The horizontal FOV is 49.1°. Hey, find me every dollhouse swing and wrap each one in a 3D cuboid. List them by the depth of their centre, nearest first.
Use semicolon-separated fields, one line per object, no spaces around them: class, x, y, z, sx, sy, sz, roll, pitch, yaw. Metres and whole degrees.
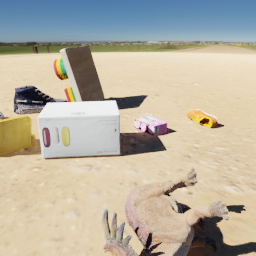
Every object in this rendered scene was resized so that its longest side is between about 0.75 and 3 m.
dollhouse swing;-3.771;0.116;8.850;1.331;1.170;1.210;-17;26;-38

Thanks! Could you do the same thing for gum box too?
gum box;0.837;-0.108;10.640;0.674;0.392;1.187;-14;24;-35

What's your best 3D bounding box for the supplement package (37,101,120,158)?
supplement package;-1.474;-0.017;8.972;2.352;1.304;1.832;-3;19;-5

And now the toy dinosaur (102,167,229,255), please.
toy dinosaur;0.397;1.559;4.786;2.004;1.269;2.957;-7;14;-1

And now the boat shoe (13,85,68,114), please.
boat shoe;-4.033;-1.400;13.099;2.591;1.201;0.967;-10;22;-25

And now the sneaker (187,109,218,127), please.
sneaker;2.916;-0.416;11.345;0.561;0.531;1.455;-17;24;-33

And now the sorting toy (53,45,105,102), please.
sorting toy;-2.447;-2.440;13.842;1.015;2.900;2.918;-11;15;18

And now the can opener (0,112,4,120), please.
can opener;-5.570;-0.363;11.548;0.513;0.406;1.543;-35;17;7
